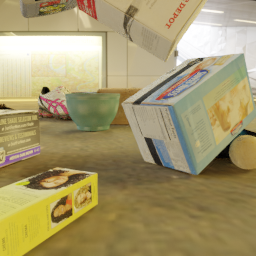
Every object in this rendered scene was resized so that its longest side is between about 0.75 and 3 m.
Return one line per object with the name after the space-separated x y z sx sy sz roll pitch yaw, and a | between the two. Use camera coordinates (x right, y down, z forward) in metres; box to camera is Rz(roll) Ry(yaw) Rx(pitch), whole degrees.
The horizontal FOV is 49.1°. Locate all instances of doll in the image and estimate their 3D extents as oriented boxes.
1.494 0.135 4.724 1.604 0.570 2.350 -8 16 -5 | doll

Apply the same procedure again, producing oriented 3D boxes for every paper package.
0.270 -0.784 9.437 2.227 1.152 2.122 0 8 7 | paper package

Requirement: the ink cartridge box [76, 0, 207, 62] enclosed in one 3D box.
0.361 -3.036 6.447 2.570 1.886 1.065 34 -12 5 | ink cartridge box

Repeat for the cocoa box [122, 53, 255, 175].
0.913 -0.261 3.979 1.558 1.039 1.022 -36 25 -28 | cocoa box

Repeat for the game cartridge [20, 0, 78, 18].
-2.215 -3.620 8.091 1.728 0.353 1.150 -21 11 -18 | game cartridge

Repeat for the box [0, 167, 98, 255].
-0.777 0.629 2.121 0.499 0.332 1.325 3 9 25 | box

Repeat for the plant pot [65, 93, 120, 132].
-0.942 -0.442 7.558 1.470 0.985 1.470 0 7 0 | plant pot

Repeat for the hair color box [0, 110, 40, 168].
-2.771 0.112 4.286 2.438 0.790 1.332 0 7 17 | hair color box

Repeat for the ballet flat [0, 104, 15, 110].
-3.569 -0.394 8.324 0.977 0.672 2.901 -6 10 -37 | ballet flat

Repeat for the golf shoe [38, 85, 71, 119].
-2.443 -0.963 10.369 2.772 1.277 1.007 7 9 36 | golf shoe
